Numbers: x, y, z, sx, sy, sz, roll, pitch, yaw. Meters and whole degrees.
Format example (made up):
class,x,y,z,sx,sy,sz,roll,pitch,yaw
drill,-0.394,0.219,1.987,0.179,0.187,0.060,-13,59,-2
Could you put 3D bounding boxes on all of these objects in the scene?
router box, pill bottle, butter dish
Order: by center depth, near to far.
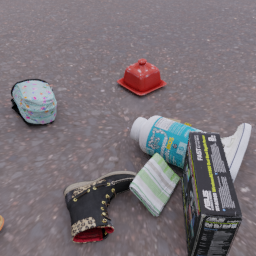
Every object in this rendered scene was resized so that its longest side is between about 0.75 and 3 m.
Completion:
class,x,y,z,sx,sy,sz,roll,pitch,yaw
router box,1.870,1.626,6.820,0.815,1.965,2.622,2,38,4
pill bottle,1.279,0.401,8.968,2.357,1.306,1.306,21,42,26
butter dish,0.639,-2.493,12.728,1.780,1.320,1.785,-26,44,-31

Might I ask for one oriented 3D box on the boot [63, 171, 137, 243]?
class,x,y,z,sx,sy,sz,roll,pitch,yaw
boot,-0.600,2.004,7.307,2.110,0.772,1.589,-10,38,-8

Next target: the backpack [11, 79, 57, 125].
class,x,y,z,sx,sy,sz,roll,pitch,yaw
backpack,-3.592,-1.040,10.843,1.749,1.326,2.095,-15,43,-23

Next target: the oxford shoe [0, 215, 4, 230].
class,x,y,z,sx,sy,sz,roll,pitch,yaw
oxford shoe,-4.558,2.209,6.805,2.917,1.063,1.040,1,38,1

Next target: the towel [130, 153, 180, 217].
class,x,y,z,sx,sy,sz,roll,pitch,yaw
towel,0.812,1.529,7.851,1.152,0.237,1.544,50,48,-5

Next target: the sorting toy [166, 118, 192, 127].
class,x,y,z,sx,sy,sz,roll,pitch,yaw
sorting toy,1.594,-0.047,10.419,1.470,0.249,0.709,10,39,14

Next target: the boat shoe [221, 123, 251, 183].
class,x,y,z,sx,sy,sz,roll,pitch,yaw
boat shoe,3.219,0.678,8.971,0.953,0.968,2.729,21,49,21
